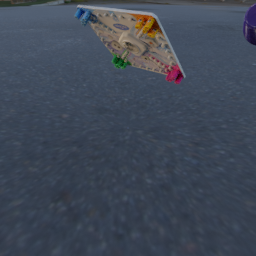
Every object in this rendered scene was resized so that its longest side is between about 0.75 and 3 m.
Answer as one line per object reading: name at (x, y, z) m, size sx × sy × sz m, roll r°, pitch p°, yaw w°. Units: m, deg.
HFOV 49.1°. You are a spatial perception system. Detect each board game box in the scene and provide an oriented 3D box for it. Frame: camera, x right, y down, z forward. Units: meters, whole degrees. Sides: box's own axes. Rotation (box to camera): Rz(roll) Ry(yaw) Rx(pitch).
board game box at (0.056, -1.471, 5.102) m, size 1.698 × 1.699 × 0.220 m, roll 22°, pitch 78°, yaw 34°

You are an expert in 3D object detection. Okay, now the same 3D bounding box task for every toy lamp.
toy lamp at (3.179, -2.006, 6.263) m, size 0.828 × 0.828 × 2.845 m, roll 22°, pitch 10°, yaw 35°
